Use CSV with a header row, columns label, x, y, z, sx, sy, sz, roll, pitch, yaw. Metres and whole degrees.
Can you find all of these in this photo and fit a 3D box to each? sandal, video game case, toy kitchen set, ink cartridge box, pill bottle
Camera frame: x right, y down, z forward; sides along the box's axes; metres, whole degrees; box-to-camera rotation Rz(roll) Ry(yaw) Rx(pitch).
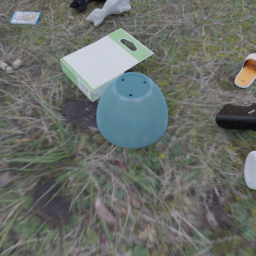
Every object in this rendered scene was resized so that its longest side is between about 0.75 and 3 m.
label,x,y,z,sx,sy,sz,roll,pitch,yaw
sandal,4.353,-2.115,9.779,0.715,0.535,1.866,28,59,19
video game case,-4.336,-4.672,11.879,1.099,0.098,0.786,3,55,2
toy kitchen set,-4.341,-2.338,10.087,0.791,0.466,0.634,37,60,1
ink cartridge box,-0.726,-2.299,9.841,2.677,0.642,1.948,-33,61,-21
pill bottle,4.083,1.169,7.153,1.900,0.991,0.991,7,55,5

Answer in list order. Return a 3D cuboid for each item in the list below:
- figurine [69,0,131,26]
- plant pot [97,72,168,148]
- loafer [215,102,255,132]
label,x,y,z,sx,sy,sz,roll,pitch,yaw
figurine,-1.209,-5.270,11.963,1.975,0.871,2.024,-37,63,-15
plant pot,0.133,-0.740,8.214,2.226,1.499,2.226,0,54,0
loafer,3.766,-0.370,8.013,2.369,0.865,0.845,9,66,23
